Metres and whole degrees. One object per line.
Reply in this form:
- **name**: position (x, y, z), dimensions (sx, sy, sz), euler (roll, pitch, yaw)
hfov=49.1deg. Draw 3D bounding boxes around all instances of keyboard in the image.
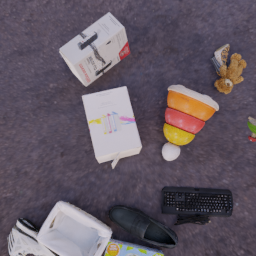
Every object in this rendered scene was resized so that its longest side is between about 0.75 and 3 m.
- **keyboard**: position (2.664, 2.988, 10.618), dimensions (2.742, 0.543, 1.427), euler (2, 76, 1)

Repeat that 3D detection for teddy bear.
- **teddy bear**: position (4.377, -2.280, 11.735), dimensions (1.731, 0.578, 1.255), euler (-42, 122, -14)

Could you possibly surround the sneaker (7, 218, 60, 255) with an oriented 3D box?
- **sneaker**: position (-3.472, 4.411, 10.229), dimensions (2.169, 0.819, 1.248), euler (32, 87, 15)

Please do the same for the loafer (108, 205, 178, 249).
- **loafer**: position (0.556, 3.580, 10.238), dimensions (2.727, 0.957, 0.926), euler (24, 77, 6)

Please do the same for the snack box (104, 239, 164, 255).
- **snack box**: position (0.014, 5.405, 9.859), dimensions (2.059, 0.826, 2.442), euler (11, 75, 3)

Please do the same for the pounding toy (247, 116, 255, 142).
- **pounding toy**: position (3.944, 0.136, 8.367), dimensions (0.905, 1.172, 0.544), euler (22, 110, 15)

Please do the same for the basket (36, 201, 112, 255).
- **basket**: position (-1.803, 3.761, 9.987), dimensions (2.214, 1.366, 1.501), euler (29, 78, 8)

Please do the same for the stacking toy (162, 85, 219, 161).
- **stacking toy**: position (2.033, -0.077, 10.965), dimensions (2.090, 2.090, 2.860), euler (25, 96, 6)

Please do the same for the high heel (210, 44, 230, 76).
- **high heel**: position (4.217, -2.951, 12.233), dimensions (1.491, 0.532, 1.063), euler (-45, 109, -27)

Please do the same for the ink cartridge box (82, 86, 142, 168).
- **ink cartridge box**: position (-0.560, 0.103, 10.703), dimensions (1.693, 1.738, 2.704), euler (-13, 77, -4)

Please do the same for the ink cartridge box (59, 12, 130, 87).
- **ink cartridge box**: position (-1.121, -2.739, 10.015), dimensions (2.197, 1.585, 0.920), euler (-38, 70, -5)
